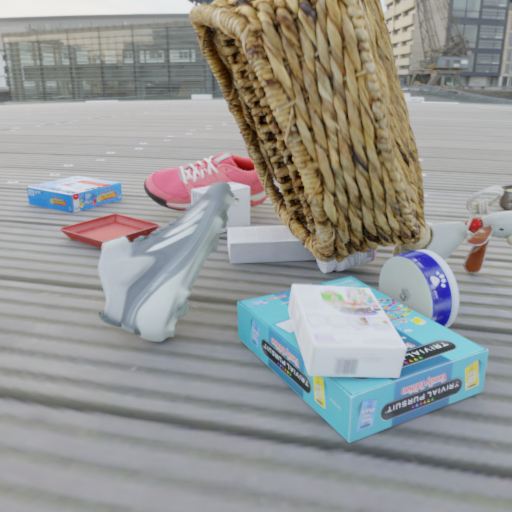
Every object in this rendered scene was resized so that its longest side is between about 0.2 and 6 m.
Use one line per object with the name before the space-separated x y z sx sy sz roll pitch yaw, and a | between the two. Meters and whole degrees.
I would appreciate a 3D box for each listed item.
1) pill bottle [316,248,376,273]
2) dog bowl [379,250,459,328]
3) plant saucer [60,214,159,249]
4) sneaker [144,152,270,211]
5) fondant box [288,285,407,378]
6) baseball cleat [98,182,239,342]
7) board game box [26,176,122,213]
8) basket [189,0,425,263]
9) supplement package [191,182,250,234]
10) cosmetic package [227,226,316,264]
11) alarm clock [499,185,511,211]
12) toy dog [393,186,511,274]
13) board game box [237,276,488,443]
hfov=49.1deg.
pill bottle | 1.534 -0.039 9.611 0.935 0.530 0.530 -16 23 -14
dog bowl | 2.113 0.488 7.368 0.432 1.098 1.098 -11 22 -23
plant saucer | -2.951 -0.482 11.350 1.437 0.264 1.440 14 25 35
sneaker | -1.037 -1.872 12.690 2.995 1.299 1.104 -5 53 -21
fondant box | 0.890 0.746 5.817 0.912 0.368 1.264 3 25 -8
baseball cleat | -1.264 -0.194 7.794 1.498 0.981 2.814 20 49 1
board game box | -4.552 -1.574 14.107 1.654 0.462 1.620 12 22 31
basket | 0.658 -1.891 8.454 3.028 4.064 2.901 -10 35 22
supplement package | -0.744 -1.016 11.896 1.137 0.886 0.630 -17 26 -40
cosmetic package | 0.382 -0.219 10.260 1.784 0.452 0.736 -2 28 -5
alarm clock | 6.436 -1.374 13.386 1.173 0.579 1.739 6 22 18
toy dog | 3.241 -0.114 9.090 2.137 1.029 1.409 -22 -32 26
board game box | 1.107 1.040 6.599 1.811 0.563 2.399 -11 23 -26
